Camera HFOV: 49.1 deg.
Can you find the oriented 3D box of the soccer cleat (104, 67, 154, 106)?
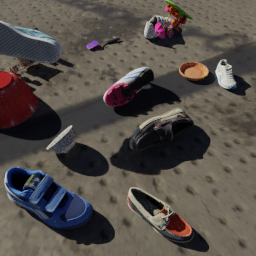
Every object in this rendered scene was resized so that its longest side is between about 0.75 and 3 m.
[{"bbox_3d":[-0.041,-1.671,11.482,2.507,0.876,1.082,-35,25,-20],"label":"soccer cleat"}]

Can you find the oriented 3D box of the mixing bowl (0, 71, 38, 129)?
[{"bbox_3d":[-4.841,-1.281,10.639,2.463,1.334,2.463,-1,45,1],"label":"mixing bowl"}]

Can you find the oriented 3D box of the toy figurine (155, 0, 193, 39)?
[{"bbox_3d":[1.329,-3.274,8.802,1.097,1.010,0.824,22,24,-30],"label":"toy figurine"}]

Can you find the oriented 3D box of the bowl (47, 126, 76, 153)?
[{"bbox_3d":[-2.108,0.489,9.324,0.527,1.124,1.124,49,51,-14],"label":"bowl"}]

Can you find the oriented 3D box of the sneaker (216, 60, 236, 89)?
[{"bbox_3d":[4.231,-2.301,12.089,0.622,0.657,1.627,-4,47,-6],"label":"sneaker"}]

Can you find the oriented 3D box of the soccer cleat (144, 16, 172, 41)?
[{"bbox_3d":[1.753,-5.594,15.003,0.872,1.078,2.497,26,51,23],"label":"soccer cleat"}]

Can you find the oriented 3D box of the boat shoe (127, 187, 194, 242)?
[{"bbox_3d":[0.851,2.317,7.597,2.058,0.644,0.732,29,51,24],"label":"boat shoe"}]

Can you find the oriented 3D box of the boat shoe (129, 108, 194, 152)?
[{"bbox_3d":[1.214,0.108,9.569,2.603,0.936,0.844,-27,46,-31],"label":"boat shoe"}]

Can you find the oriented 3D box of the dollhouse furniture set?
[{"bbox_3d":[-5.095,-3.372,12.950,1.178,1.379,2.660,-10,27,50],"label":"dollhouse furniture set"}]

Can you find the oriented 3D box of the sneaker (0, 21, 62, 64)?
[{"bbox_3d":[-3.516,-2.868,9.241,2.699,0.997,1.106,20,25,-13],"label":"sneaker"}]

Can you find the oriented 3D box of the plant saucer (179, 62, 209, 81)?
[{"bbox_3d":[2.943,-2.526,12.597,1.303,0.244,1.303,0,47,0],"label":"plant saucer"}]

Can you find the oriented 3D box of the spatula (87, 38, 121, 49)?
[{"bbox_3d":[-1.237,-4.429,14.475,1.882,0.193,0.532,-18,43,-20],"label":"spatula"}]

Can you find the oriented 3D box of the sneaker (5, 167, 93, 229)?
[{"bbox_3d":[-2.268,1.879,7.688,2.749,1.131,1.016,17,46,14],"label":"sneaker"}]
